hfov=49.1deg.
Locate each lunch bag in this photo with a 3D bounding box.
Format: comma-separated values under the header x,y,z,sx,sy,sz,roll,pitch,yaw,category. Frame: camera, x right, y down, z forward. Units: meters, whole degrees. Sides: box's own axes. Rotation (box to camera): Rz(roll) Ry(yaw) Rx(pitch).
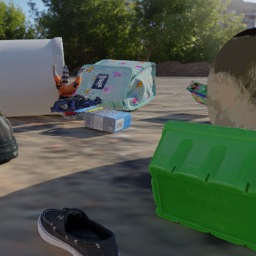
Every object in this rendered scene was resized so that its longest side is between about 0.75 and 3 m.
x,y,z,sx,sy,sz,roll,pitch,yaw,category
-0.534,-1.542,10.469,2.407,1.723,2.826,11,30,27,lunch bag

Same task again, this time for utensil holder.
x,y,z,sx,sy,sz,roll,pitch,yaw,category
-3.434,-1.540,8.772,2.875,2.444,2.444,-4,13,-12,utensil holder

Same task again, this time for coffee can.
x,y,z,sx,sy,sz,roll,pitch,yaw,category
3.328,-0.645,5.158,2.979,2.180,2.180,-5,13,-22,coffee can

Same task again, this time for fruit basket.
x,y,z,sx,sy,sz,roll,pitch,yaw,category
1.128,0.450,3.006,1.586,1.144,1.586,-9,26,5,fruit basket

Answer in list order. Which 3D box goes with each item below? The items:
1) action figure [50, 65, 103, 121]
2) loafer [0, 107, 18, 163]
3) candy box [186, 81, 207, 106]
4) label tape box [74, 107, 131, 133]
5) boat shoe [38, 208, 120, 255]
x,y,z,sx,sy,sz,roll,pitch,yaw,category
-1.499,-0.943,7.775,1.545,1.495,0.808,-4,19,-37,action figure
-3.027,-0.153,5.412,2.995,1.083,1.090,10,17,41,loafer
2.605,-1.069,9.298,0.894,0.407,1.058,37,-5,-41,candy box
-0.651,-0.240,7.234,1.224,0.405,0.877,10,16,26,label tape box
-0.468,0.873,2.448,0.366,0.347,1.047,-10,16,-40,boat shoe
